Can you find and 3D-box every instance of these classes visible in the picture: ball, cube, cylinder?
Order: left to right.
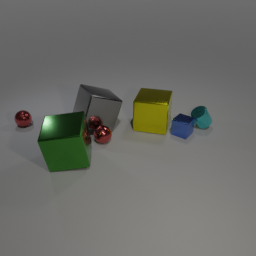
[{"bbox_3d":[-4.446,-0.404,11.881,0.700,0.700,0.700,0,31,0],"label":"ball"},{"bbox_3d":[-2.071,0.447,9.506,1.400,1.400,1.400,-7,37,1],"label":"cube"},{"bbox_3d":[-1.291,-0.824,11.513,1.400,1.400,1.400,7,23,-32],"label":"cube"},{"bbox_3d":[-0.974,0.243,10.818,0.700,0.700,0.700,0,31,0],"label":"ball"},{"bbox_3d":[1.047,-0.728,11.733,1.400,1.400,1.400,7,32,13],"label":"cube"},{"bbox_3d":[2.220,-0.079,11.347,0.700,0.700,0.700,21,37,30],"label":"cube"},{"bbox_3d":[3.072,-0.449,11.707,0.700,0.700,0.700,-24,39,21],"label":"cylinder"}]
